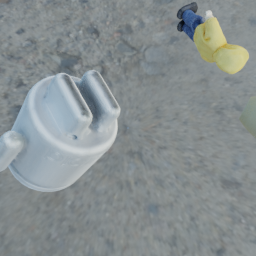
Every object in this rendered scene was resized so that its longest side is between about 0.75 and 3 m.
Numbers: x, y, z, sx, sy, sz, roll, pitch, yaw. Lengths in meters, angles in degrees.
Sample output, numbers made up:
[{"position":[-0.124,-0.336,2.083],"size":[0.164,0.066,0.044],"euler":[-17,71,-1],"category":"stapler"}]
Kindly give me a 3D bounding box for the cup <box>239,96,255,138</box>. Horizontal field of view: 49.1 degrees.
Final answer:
[{"position":[2.354,-0.221,4.933],"size":[0.626,0.875,0.875],"euler":[30,66,19],"category":"cup"}]

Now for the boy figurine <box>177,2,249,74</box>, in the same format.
[{"position":[1.579,-1.720,5.349],"size":[0.552,1.066,1.715],"euler":[-30,58,-7],"category":"boy figurine"}]

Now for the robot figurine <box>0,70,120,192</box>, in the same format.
[{"position":[-1.124,0.151,4.529],"size":[2.111,2.489,1.405],"euler":[-13,68,-41],"category":"robot figurine"}]
